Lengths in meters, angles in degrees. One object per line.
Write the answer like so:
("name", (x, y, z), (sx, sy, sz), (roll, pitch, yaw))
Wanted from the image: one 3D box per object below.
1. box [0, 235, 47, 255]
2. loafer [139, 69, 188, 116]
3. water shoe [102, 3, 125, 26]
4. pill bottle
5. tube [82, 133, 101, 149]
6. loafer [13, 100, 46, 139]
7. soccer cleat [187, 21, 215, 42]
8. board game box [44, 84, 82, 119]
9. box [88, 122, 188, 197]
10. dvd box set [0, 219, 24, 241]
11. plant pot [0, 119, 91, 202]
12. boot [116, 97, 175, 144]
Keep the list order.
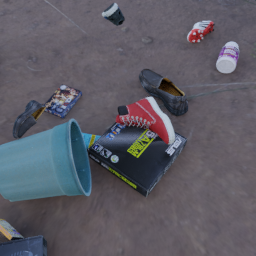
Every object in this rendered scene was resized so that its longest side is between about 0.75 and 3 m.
("box", (-3.000, 4.121, 6.854), (1.976, 0.537, 2.467), (-8, 53, -6))
("loafer", (1.406, -1.654, 10.997), (0.969, 0.963, 2.663), (-33, 59, -22))
("water shoe", (-0.453, -3.599, 9.067), (0.591, 0.652, 1.653), (-34, 20, 13))
("pill bottle", (4.393, -3.118, 12.220), (0.807, 0.807, 1.437), (18, 55, 13))
("tube", (-1.625, 0.417, 9.794), (1.735, 0.437, 0.672), (13, 64, -2))
("loafer", (-2.924, -0.248, 8.286), (0.480, 0.483, 1.327), (14, 64, 15))
("soccer cleat", (3.394, -4.708, 13.584), (1.963, 0.673, 0.836), (-36, 50, -26))
("board game box", (-2.568, -1.066, 11.004), (0.941, 0.240, 1.389), (21, 55, 15))
("box", (0.352, 0.682, 9.408), (2.394, 0.589, 2.479), (31, 56, 22))
("dvd box set", (-3.361, 2.823, 7.791), (0.860, 0.629, 0.126), (31, 74, 21))
("plant pot", (-2.462, 1.081, 8.247), (2.268, 2.315, 2.315), (-12, 53, 0))
("boot", (0.483, -0.108, 9.242), (1.548, 0.777, 2.146), (-17, 45, -16))
